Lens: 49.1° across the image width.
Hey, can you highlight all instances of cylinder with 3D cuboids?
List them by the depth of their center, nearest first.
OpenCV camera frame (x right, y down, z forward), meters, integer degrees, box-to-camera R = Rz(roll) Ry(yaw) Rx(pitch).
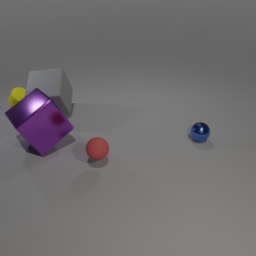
[{"bbox_3d":[-4.768,-1.297,12.192,0.700,0.700,0.700,17,56,-28],"label":"cylinder"}]

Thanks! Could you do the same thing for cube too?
[{"bbox_3d":[-2.957,-0.243,9.370,1.400,1.400,1.400,-43,41,-13],"label":"cube"},{"bbox_3d":[-3.145,-1.391,11.323,1.400,1.400,1.400,-5,60,5],"label":"cube"}]

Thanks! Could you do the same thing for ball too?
[{"bbox_3d":[-0.918,0.617,8.436,0.700,0.700,0.700,0,30,0],"label":"ball"},{"bbox_3d":[2.578,0.137,9.993,0.700,0.700,0.700,0,30,0],"label":"ball"}]
